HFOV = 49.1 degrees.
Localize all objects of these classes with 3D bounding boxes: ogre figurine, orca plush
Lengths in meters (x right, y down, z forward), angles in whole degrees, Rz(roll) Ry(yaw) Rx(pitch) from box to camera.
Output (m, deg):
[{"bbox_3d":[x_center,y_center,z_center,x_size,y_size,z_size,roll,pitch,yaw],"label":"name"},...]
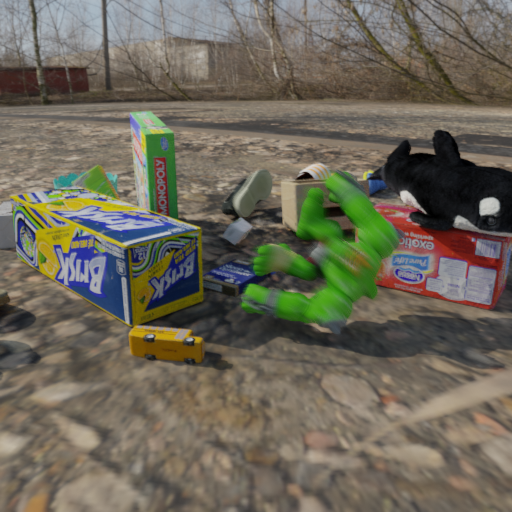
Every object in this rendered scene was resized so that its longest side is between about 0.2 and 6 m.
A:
[{"bbox_3d":[1.133,0.008,8.634,1.616,1.323,2.696,30,56,26],"label":"ogre figurine"},{"bbox_3d":[3.454,-1.643,10.003,2.104,1.422,3.999,-11,27,-5],"label":"orca plush"}]

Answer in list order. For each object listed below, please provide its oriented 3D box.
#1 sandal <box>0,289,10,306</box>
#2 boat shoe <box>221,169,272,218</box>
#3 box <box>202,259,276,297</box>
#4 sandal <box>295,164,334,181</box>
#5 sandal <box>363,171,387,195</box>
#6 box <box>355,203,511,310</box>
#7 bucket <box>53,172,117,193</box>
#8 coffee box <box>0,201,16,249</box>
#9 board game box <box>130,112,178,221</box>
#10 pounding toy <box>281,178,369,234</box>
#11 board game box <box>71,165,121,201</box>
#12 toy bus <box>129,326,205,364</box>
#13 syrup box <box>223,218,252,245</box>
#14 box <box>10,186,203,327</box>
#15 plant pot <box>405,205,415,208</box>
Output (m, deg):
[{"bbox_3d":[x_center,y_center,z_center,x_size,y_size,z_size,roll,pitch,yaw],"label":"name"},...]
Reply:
[{"bbox_3d":[-5.475,0.462,9.432,3.012,0.813,1.210,11,23,29],"label":"sandal"},{"bbox_3d":[-0.253,-1.655,15.046,0.740,0.834,2.231,-8,32,31],"label":"boat shoe"},{"bbox_3d":[-0.330,0.359,10.601,0.861,0.230,1.421,12,22,30],"label":"box"},{"bbox_3d":[2.037,-2.616,17.964,1.002,0.750,2.616,17,26,39],"label":"sandal"},{"bbox_3d":[3.671,-2.256,17.191,0.740,0.676,1.701,12,24,18],"label":"sandal"},{"bbox_3d":[3.185,-0.071,10.206,2.582,1.287,1.233,12,23,30],"label":"box"},{"bbox_3d":[-4.358,-1.504,14.469,1.645,1.070,1.645,0,20,0],"label":"bucket"},{"bbox_3d":[-5.596,-0.735,12.797,0.541,0.766,1.356,-5,20,-13],"label":"coffee box"},{"bbox_3d":[-2.293,-1.639,12.454,0.583,2.697,4.008,-6,21,-14],"label":"board game box"},{"bbox_3d":[1.828,-0.994,12.964,2.146,1.526,1.976,-4,10,-7],"label":"pounding toy"},{"bbox_3d":[-3.477,-1.168,12.738,0.778,1.628,0.244,-31,-7,9],"label":"board game box"},{"bbox_3d":[-1.255,1.253,7.961,1.082,0.352,0.424,3,19,10],"label":"toy bus"},{"bbox_3d":[-0.405,-0.553,12.493,0.366,0.354,0.900,37,17,2],"label":"syrup box"},{"bbox_3d":[-2.902,-0.197,10.376,1.531,1.405,4.371,-18,26,-41],"label":"box"},{"bbox_3d":[3.534,-0.610,11.747,1.624,1.514,1.514,-19,24,-12],"label":"plant pot"}]
